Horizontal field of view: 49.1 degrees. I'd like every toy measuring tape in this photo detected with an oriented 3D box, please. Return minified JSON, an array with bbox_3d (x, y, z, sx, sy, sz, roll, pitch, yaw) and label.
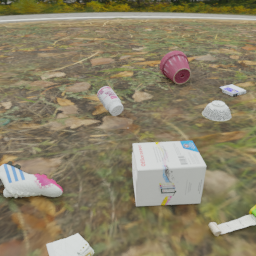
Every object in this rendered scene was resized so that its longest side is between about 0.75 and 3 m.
[{"bbox_3d":[3.308,1.921,6.831,2.777,1.021,1.021,-8,30,-14],"label":"toy measuring tape"}]

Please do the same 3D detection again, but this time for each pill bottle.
[{"bbox_3d":[-0.747,-1.147,12.007,0.715,0.715,1.261,-17,52,-28],"label":"pill bottle"}]

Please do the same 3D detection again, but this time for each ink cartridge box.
[{"bbox_3d":[5.482,-1.980,14.705,0.969,0.212,0.978,-14,34,-25],"label":"ink cartridge box"},{"bbox_3d":[1.033,1.230,7.729,1.772,1.281,1.304,-2,29,-3],"label":"ink cartridge box"}]

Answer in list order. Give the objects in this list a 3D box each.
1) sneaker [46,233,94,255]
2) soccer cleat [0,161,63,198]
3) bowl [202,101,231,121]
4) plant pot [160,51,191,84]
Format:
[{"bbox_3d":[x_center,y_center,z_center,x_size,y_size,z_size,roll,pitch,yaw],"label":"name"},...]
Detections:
[{"bbox_3d":[-1.056,2.764,5.699,0.880,0.561,1.522,-17,32,-22],"label":"sneaker"},{"bbox_3d":[-2.825,1.649,7.748,2.139,0.747,0.924,15,54,21],"label":"soccer cleat"},{"bbox_3d":[3.909,-0.823,12.219,1.254,0.589,1.254,1,29,0],"label":"bowl"},{"bbox_3d":[2.805,-3.328,15.934,1.648,1.648,1.475,-7,44,-12],"label":"plant pot"}]
